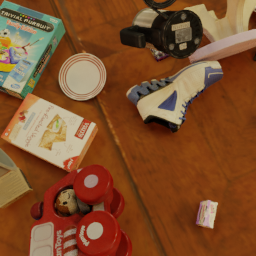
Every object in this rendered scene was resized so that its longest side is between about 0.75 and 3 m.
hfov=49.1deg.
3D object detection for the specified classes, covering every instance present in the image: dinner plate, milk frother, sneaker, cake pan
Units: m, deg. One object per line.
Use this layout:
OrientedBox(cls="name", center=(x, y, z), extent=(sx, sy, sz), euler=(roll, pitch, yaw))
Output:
OrientedBox(cls="dinner plate", center=(-1.441, -1.621, 8.933), extent=(1.539, 0.186, 1.539), euler=(-1, 81, 5))
OrientedBox(cls="milk frother", center=(0.732, -2.777, 6.792), extent=(1.666, 1.736, 1.845), euler=(-1, 113, -26))
OrientedBox(cls="sneaker", center=(1.530, -0.773, 8.374), extent=(2.815, 1.137, 1.626), euler=(-20, 78, 1))
OrientedBox(cls="cake pan", center=(-2.940, 0.194, 4.923), extent=(2.146, 2.146, 0.394), euler=(37, 77, 11))

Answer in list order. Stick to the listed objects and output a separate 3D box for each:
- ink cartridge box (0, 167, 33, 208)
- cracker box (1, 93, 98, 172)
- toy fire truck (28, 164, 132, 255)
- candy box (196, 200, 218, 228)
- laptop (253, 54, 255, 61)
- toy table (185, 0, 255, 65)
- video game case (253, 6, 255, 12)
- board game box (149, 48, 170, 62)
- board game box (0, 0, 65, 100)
OrientedBox(cls="ink cartridge box", center=(-3.306, 1.685, 7.923), extent=(0.925, 0.347, 0.762), euler=(-32, 74, -9))
OrientedBox(cls="cracker box", center=(-2.251, 0.156, 8.226), extent=(2.300, 0.663, 1.541), euler=(24, 75, 7))
OrientedBox(cls="toy fire truck", center=(-1.293, 2.290, 6.799), extent=(2.378, 1.588, 2.832), euler=(-15, 52, 3))
OrientedBox(cls="candy box", center=(2.104, 2.302, 7.503), extent=(0.282, 0.789, 0.662), euler=(16, 73, 6))
OrientedBox(cls="laptop", center=(5.286, -2.783, 9.441), extent=(1.627, 1.007, 1.737), euler=(24, 103, 8))
OrientedBox(cls="toy table", center=(2.942, -3.069, 8.450), extent=(2.693, 2.476, 1.577), euler=(-17, 89, -22))
OrientedBox(cls="video game case", center=(4.918, -4.081, 9.568), extent=(1.366, 0.162, 1.243), euler=(-34, 71, -28))
OrientedBox(cls="board game box", center=(1.037, -2.974, 9.447), extent=(0.842, 0.227, 1.403), euler=(-25, 74, -12))
OrientedBox(cls="board game box", center=(-3.651, -2.545, 9.062), extent=(2.133, 0.663, 2.826), euler=(21, 74, 6))
